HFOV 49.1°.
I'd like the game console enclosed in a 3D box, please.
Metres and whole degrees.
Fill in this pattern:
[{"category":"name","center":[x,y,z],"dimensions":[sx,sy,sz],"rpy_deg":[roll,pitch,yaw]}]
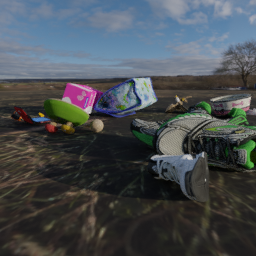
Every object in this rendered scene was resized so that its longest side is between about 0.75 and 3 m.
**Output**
[{"category":"game console","center":[-3.685,-0.557,10.901],"dimensions":[0.754,1.094,1.270],"rpy_deg":[-43,29,-23]}]

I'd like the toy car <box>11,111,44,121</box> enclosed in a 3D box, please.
[{"category":"toy car","center":[-4.198,-0.399,11.706],"dimensions":[1.236,0.606,0.411],"rpy_deg":[15,-37,-8]}]

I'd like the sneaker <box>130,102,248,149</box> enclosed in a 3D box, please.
[{"category":"sneaker","center":[1.416,-0.059,6.714],"dimensions":[2.781,1.184,1.085],"rpy_deg":[1,10,12]}]

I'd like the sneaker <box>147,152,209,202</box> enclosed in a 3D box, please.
[{"category":"sneaker","center":[0.714,0.733,4.258],"dimensions":[0.954,0.626,1.658],"rpy_deg":[-6,0,17]}]

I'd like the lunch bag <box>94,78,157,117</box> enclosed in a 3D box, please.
[{"category":"lunch bag","center":[-0.138,-1.352,13.230],"dimensions":[2.413,1.537,2.052],"rpy_deg":[-16,2,28]}]

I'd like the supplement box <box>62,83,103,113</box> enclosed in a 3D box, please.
[{"category":"supplement box","center":[-2.089,-1.349,12.997],"dimensions":[1.110,1.087,2.147],"rpy_deg":[22,11,11]}]

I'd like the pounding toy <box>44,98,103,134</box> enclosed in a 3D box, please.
[{"category":"pounding toy","center":[-1.889,-0.131,8.882],"dimensions":[1.887,0.875,1.456],"rpy_deg":[28,-19,-32]}]

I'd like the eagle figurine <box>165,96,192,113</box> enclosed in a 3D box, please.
[{"category":"eagle figurine","center":[2.587,-1.134,14.395],"dimensions":[1.146,1.140,1.510],"rpy_deg":[-41,18,37]}]

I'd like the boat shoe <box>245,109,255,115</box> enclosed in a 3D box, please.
[{"category":"boat shoe","center":[6.112,-0.791,13.560],"dimensions":[0.898,0.308,0.323],"rpy_deg":[8,12,39]}]

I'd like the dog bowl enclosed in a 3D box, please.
[{"category":"dog bowl","center":[5.075,-1.170,13.855],"dimensions":[1.930,0.712,1.930],"rpy_deg":[-10,10,2]}]

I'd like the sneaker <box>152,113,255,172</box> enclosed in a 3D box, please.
[{"category":"sneaker","center":[1.749,0.281,5.259],"dimensions":[2.581,1.007,1.099],"rpy_deg":[1,10,3]}]
